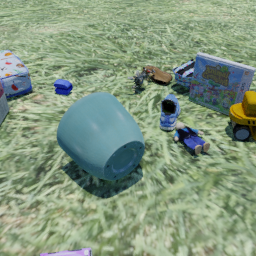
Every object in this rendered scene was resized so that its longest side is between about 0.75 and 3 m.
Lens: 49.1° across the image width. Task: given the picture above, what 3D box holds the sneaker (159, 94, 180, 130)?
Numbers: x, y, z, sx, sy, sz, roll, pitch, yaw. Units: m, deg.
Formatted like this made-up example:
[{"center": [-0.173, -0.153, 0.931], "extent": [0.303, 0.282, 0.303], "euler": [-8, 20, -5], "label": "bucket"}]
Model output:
[{"center": [1.489, -0.718, 9.700], "extent": [0.715, 0.811, 1.820], "euler": [6, 37, 8], "label": "sneaker"}]

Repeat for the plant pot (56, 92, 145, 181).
[{"center": [-0.557, 0.355, 7.339], "extent": [2.067, 2.067, 1.659], "euler": [-24, 49, -29], "label": "plant pot"}]

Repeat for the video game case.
[{"center": [3.185, -1.489, 9.836], "extent": [2.047, 1.863, 0.226], "euler": [27, 41, 32], "label": "video game case"}]

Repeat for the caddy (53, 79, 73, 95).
[{"center": [-2.591, -1.656, 11.186], "extent": [0.769, 0.544, 0.404], "euler": [10, 44, 12], "label": "caddy"}]

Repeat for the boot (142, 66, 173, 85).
[{"center": [1.155, -2.255, 12.039], "extent": [1.451, 0.534, 0.547], "euler": [26, 52, 26], "label": "boot"}]

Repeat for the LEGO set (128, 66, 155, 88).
[{"center": [0.625, -2.005, 11.362], "extent": [1.597, 1.037, 0.453], "euler": [-29, 69, -33], "label": "LEGO set"}]

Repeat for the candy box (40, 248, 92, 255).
[{"center": [-1.143, 2.917, 5.154], "extent": [1.000, 0.426, 1.192], "euler": [-5, 37, -6], "label": "candy box"}]

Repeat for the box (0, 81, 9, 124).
[{"center": [-5.129, -0.437, 8.790], "extent": [1.673, 1.425, 2.616], "euler": [0, 37, 0], "label": "box"}]

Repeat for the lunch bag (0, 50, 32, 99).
[{"center": [-5.435, -2.138, 11.390], "extent": [2.336, 1.101, 2.915], "euler": [-27, 45, -28], "label": "lunch bag"}]

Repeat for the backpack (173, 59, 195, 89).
[{"center": [2.544, -2.100, 11.413], "extent": [1.420, 0.956, 1.297], "euler": [-25, 43, -30], "label": "backpack"}]

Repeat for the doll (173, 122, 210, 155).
[{"center": [1.948, 0.266, 8.762], "extent": [1.003, 0.356, 1.471], "euler": [-15, 33, -17], "label": "doll"}]

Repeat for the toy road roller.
[{"center": [4.142, -0.380, 8.782], "extent": [1.855, 1.354, 1.140], "euler": [5, 37, 7], "label": "toy road roller"}]
